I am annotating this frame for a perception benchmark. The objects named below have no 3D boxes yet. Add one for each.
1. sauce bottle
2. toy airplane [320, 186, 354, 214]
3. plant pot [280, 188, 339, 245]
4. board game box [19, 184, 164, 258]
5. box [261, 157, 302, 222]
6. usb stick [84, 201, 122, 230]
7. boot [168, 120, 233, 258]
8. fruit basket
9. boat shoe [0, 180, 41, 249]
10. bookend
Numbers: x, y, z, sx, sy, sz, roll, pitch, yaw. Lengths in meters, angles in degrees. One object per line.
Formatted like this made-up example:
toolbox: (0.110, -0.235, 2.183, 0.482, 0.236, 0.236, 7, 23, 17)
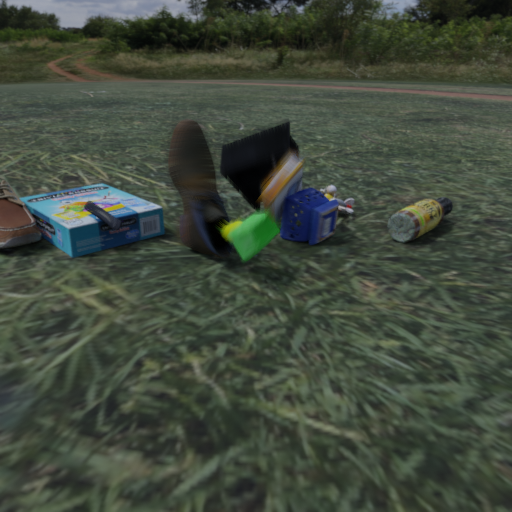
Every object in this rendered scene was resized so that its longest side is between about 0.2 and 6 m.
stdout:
sauce bottle: (3.178, -0.758, 10.656, 0.599, 0.599, 1.852, 17, 28, 36)
toy airplane: (1.609, -1.145, 11.591, 0.891, 0.629, 0.887, 15, 25, 34)
plant pot: (1.008, -0.688, 10.227, 0.754, 0.839, 0.839, 24, 32, 32)
board game box: (-3.192, -0.766, 10.715, 1.831, 0.569, 2.426, -18, 28, -38)
box: (0.484, -1.152, 10.197, 0.291, 0.834, 1.401, 38, -10, 11)
usb stick: (-2.610, -0.690, 9.555, 0.692, 0.113, 0.192, 35, 57, -9)
boot: (-0.797, -1.036, 9.084, 0.838, 2.243, 1.087, -19, 28, -28)
fruit basket: (-0.143, -0.300, 8.570, 0.818, 0.590, 0.818, -32, 7, 4)
boat shoe: (-4.856, -0.859, 10.330, 1.071, 1.015, 2.829, -20, 29, -40)
bookend: (0.284, -1.630, 10.579, 1.412, 1.421, 0.655, -14, 55, 25)
